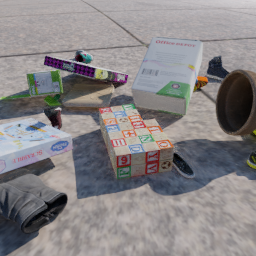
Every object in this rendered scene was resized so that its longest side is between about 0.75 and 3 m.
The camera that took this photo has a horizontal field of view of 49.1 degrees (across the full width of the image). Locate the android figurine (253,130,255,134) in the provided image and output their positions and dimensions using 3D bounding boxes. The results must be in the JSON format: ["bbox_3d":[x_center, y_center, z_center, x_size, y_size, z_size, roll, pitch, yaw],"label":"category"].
[{"bbox_3d":[5.264,-0.008,8.898,2.530,0.571,2.780,-4,31,-6],"label":"android figurine"}]

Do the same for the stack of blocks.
[{"bbox_3d":[0.122,0.247,8.269,1.534,0.780,2.664,-8,32,-13],"label":"stack of blocks"}]

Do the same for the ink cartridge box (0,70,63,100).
[{"bbox_3d":[-3.799,-1.679,10.815,2.356,0.893,1.742,-9,13,-15],"label":"ink cartridge box"}]

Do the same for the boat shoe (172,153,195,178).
[{"bbox_3d":[1.458,1.003,7.560,0.315,0.260,0.917,-16,35,-24],"label":"boat shoe"}]

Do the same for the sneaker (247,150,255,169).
[{"bbox_3d":[3.802,0.938,7.451,1.147,0.486,0.427,14,35,21],"label":"sneaker"}]

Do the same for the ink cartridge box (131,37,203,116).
[{"bbox_3d":[1.532,-2.027,10.541,1.999,1.204,2.751,12,63,18],"label":"ink cartridge box"}]

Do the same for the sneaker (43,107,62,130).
[{"bbox_3d":[-2.226,-0.262,8.606,0.483,0.737,1.276,-10,4,-2],"label":"sneaker"}]

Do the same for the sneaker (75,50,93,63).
[{"bbox_3d":[-2.601,-3.837,15.116,1.343,0.562,0.811,28,32,35],"label":"sneaker"}]

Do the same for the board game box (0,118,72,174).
[{"bbox_3d":[-3.145,0.401,7.687,2.319,0.478,2.324,-18,25,-41],"label":"board game box"}]

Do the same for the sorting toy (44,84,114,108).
[{"bbox_3d":[-1.912,-1.255,11.105,2.587,0.381,1.912,2,29,3],"label":"sorting toy"}]

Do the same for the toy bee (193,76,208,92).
[{"bbox_3d":[2.583,-2.054,12.077,1.582,0.860,1.036,30,45,-9],"label":"toy bee"}]

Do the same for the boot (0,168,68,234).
[{"bbox_3d":[-2.570,1.737,5.823,1.566,0.830,2.380,22,39,34],"label":"boot"}]

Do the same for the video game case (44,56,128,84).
[{"bbox_3d":[-1.767,-2.510,12.152,2.753,0.493,2.495,19,12,28],"label":"video game case"}]

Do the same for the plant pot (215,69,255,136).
[{"bbox_3d":[3.790,-0.714,8.224,1.666,1.911,1.911,1,31,-13],"label":"plant pot"}]

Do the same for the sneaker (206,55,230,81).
[{"bbox_3d":[4.367,-2.743,12.867,1.454,1.051,0.553,19,35,25],"label":"sneaker"}]
